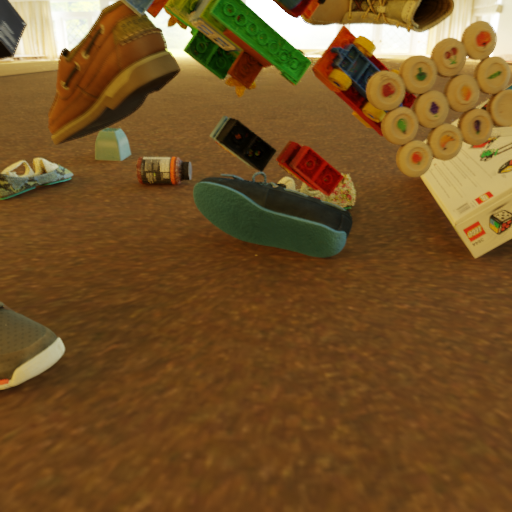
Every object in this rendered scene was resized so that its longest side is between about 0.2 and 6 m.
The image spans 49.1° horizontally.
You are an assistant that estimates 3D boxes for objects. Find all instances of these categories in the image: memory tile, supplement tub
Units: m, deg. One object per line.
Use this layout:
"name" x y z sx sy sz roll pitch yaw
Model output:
"memory tile" 2.563 -2.079 7.508 1.989 1.525 0.167 -29 17 -6
"supplement tub" -2.265 -2.104 13.865 1.287 0.688 0.688 1 25 1

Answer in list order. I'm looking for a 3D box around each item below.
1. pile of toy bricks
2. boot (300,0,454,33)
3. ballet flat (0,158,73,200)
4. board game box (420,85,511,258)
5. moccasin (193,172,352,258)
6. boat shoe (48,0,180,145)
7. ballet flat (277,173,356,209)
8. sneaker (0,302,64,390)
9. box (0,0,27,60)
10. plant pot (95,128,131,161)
"pile of toy bricks" -0.263 -3.093 8.171 4.924 2.732 2.431 35 4 -25
"boot" 2.000 -4.175 9.379 2.176 0.784 1.683 -18 39 -22
"ballet flat" -5.348 -1.974 13.483 0.807 0.807 2.175 13 27 26
"board game box" 5.111 -2.100 11.604 3.225 0.884 5.108 -32 18 18
"moccasin" 0.307 -0.795 10.594 3.104 1.249 1.058 24 45 18
"boat shoe" -2.259 -2.564 8.123 3.250 1.105 1.169 -14 17 47
"ballet flat" 0.945 -1.328 12.011 2.581 0.825 0.976 -10 23 -19
"sneaker" -3.874 0.714 6.954 3.195 1.308 1.231 9 26 20
"box" -4.175 -3.702 8.852 0.458 0.879 0.801 -6 57 18
"plant pot" -4.175 -3.257 16.221 0.805 0.820 0.803 4 24 9
